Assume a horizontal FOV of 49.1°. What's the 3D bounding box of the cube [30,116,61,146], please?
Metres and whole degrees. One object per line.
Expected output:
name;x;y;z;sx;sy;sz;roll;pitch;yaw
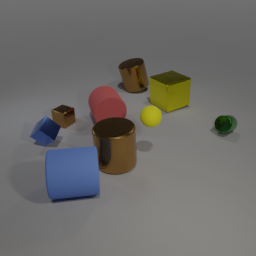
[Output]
cube;-3.049;0.128;10.369;0.700;0.700;0.700;-26;37;38

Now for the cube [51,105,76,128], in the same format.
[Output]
cube;-2.749;-0.503;11.971;0.700;0.700;0.700;16;33;27

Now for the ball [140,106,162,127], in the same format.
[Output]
ball;0.736;-0.372;9.007;0.700;0.700;0.700;0;29;0

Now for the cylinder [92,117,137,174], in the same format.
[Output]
cylinder;-0.423;0.563;9.264;1.400;1.400;1.400;-3;30;2

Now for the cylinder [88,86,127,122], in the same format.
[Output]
cylinder;-0.901;-0.931;11.984;1.400;1.400;1.400;-8;29;-14

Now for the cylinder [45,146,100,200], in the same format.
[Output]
cylinder;-1.563;1.272;8.060;1.400;1.400;1.400;-4;29;-9

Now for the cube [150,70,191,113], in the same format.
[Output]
cube;2.007;-1.785;13.453;1.400;1.400;1.400;-20;35;-25

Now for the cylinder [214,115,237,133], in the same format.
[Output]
cylinder;3.908;-0.171;11.187;0.700;0.700;0.700;23;18;35

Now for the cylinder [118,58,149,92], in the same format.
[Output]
cylinder;0.325;-2.873;15.182;1.400;1.400;1.400;-12;33;8
